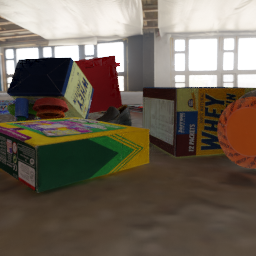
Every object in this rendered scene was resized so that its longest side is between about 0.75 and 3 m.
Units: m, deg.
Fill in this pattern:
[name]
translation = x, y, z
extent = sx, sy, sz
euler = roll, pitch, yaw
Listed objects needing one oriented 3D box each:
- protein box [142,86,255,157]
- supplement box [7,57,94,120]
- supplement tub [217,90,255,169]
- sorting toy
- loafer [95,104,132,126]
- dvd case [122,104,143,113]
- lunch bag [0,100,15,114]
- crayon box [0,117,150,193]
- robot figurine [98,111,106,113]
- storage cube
[protein box]
translation = 1.602, -0.280, 6.581
extent = 2.026, 1.377, 2.041
euler = -2, 9, -15
[supplement box]
translation = -2.711, -1.346, 10.265
extent = 2.148, 1.442, 2.145
euler = 3, -22, 17
[supplement tub]
translation = 2.750, -0.023, 4.962
extent = 2.300, 1.409, 1.409
euler = -7, 11, -34
[sorting toy]
translation = -3.079, -0.350, 9.199
extent = 2.346, 0.963, 1.409
euler = -8, -13, 31
[loafer]
translation = -0.564, -0.309, 8.759
extent = 0.763, 0.758, 2.096
euler = 4, 10, 25
[dvd case]
translation = 1.114, -1.091, 15.133
extent = 2.097, 0.316, 2.873
euler = -5, 12, -31
[lunch bag]
translation = -6.083, -0.924, 13.740
extent = 0.952, 0.595, 1.264
euler = -1, 21, -16
[crayon box]
translation = -1.186, 0.298, 5.117
extent = 2.097, 0.708, 2.431
euler = -6, 11, -41
[robot figurine]
translation = -1.148, -0.913, 13.926
extent = 1.068, 0.311, 0.774
euler = 9, 19, 44
[storage cube]
translation = -1.588, -2.106, 13.295
extent = 2.688, 2.416, 2.298
euler = -8, 15, -3
